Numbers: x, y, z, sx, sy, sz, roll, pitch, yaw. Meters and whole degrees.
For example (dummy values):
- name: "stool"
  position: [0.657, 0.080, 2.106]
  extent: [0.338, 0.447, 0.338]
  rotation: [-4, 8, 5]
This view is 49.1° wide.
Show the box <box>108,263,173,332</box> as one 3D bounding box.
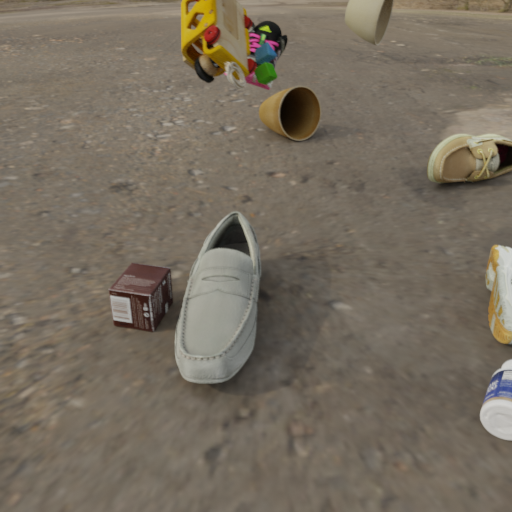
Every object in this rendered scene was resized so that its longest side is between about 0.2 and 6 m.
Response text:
- name: "box"
  position: [-1.692, 0.603, 8.314]
  extent: [0.656, 0.663, 0.799]
  rotation: [7, 31, 12]

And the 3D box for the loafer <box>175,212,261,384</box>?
- name: "loafer"
  position: [-0.521, 0.460, 8.030]
  extent: [1.165, 1.163, 3.332]
  rotation: [-1, 30, 4]

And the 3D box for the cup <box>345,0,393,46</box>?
- name: "cup"
  position: [1.345, -2.930, 6.793]
  extent: [0.452, 0.631, 0.631]
  rotation: [21, 35, 18]

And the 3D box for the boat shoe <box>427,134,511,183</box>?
- name: "boat shoe"
  position: [5.126, -2.246, 12.845]
  extent: [2.919, 1.080, 0.969]
  rotation: [-20, 30, -31]

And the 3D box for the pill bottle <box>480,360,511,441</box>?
- name: "pill bottle"
  position: [3.015, 1.657, 6.608]
  extent: [0.537, 0.537, 0.968]
  rotation: [17, 34, 26]

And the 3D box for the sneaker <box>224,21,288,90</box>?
- name: "sneaker"
  position: [0.039, -3.780, 10.332]
  extent: [0.919, 1.090, 2.492]
  rotation: [19, 24, -3]

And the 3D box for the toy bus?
- name: "toy bus"
  position: [-0.560, -2.711, 7.177]
  extent: [0.818, 1.493, 1.583]
  rotation: [-24, 11, 33]

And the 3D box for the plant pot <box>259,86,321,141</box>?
- name: "plant pot"
  position: [0.804, -4.042, 15.874]
  extent: [1.451, 1.451, 1.557]
  rotation: [-18, 22, -28]

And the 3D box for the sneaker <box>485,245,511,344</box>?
- name: "sneaker"
  position: [4.003, 0.508, 8.286]
  extent: [1.001, 0.864, 2.284]
  rotation: [10, 32, 16]
